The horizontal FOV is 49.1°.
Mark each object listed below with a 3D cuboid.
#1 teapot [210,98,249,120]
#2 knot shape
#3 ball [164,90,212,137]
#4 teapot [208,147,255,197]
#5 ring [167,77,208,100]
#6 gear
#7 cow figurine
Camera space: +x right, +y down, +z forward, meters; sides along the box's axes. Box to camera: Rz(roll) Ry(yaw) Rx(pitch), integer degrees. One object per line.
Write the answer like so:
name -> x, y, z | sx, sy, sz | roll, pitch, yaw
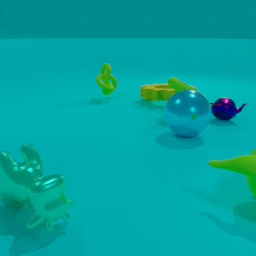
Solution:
teapot -> 2.678, -0.560, 7.663 | 1.126, 0.551, 0.700 | 7, -25, 33
knot shape -> -0.730, -1.631, 10.040 | 0.529, 1.072, 1.146 | -8, 58, 13
ball -> 1.371, -0.338, 6.471 | 1.086, 1.086, 1.086 | 0, 19, 0
teapot -> 2.074, 0.614, 3.799 | 1.888, 1.174, 0.924 | 12, -14, -11
ring -> 1.662, -1.037, 7.826 | 1.261, 0.252, 1.261 | 28, 17, -9
gear -> 1.382, -1.251, 9.692 | 1.891, 0.350, 1.891 | 0, 16, 0
cow figurine -> -1.302, 0.830, 3.703 | 0.674, 1.209, 1.229 | -20, -16, -46
